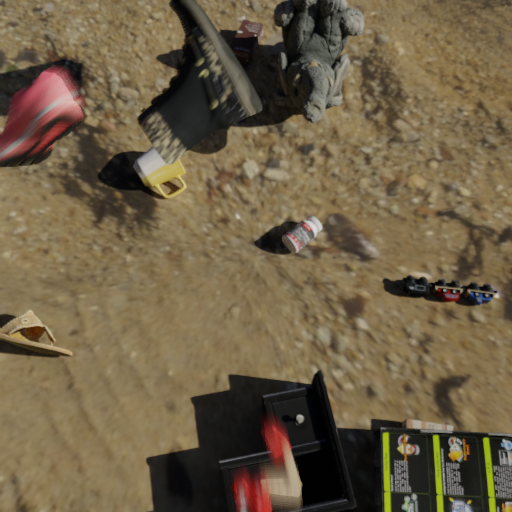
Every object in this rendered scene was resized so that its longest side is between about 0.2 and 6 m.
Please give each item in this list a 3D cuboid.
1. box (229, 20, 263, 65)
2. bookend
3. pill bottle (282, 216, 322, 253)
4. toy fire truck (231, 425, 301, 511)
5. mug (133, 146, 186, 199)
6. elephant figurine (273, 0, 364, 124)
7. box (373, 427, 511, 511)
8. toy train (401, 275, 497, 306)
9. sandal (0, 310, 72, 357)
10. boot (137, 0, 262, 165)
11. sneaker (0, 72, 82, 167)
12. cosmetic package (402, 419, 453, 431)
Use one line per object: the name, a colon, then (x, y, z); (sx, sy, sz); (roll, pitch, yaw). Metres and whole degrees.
box: (-0.253, -5.454, 14.271); (0.563, 0.421, 1.124); (16, 66, 8)
bookend: (0.279, 3.311, 9.436); (2.212, 1.025, 2.226); (-9, 63, -5)
pill bottle: (0.964, -0.457, 11.679); (0.789, 0.457, 0.457); (-40, 69, -18)
toy fire truck: (0.196, 2.649, 6.334); (0.849, 0.293, 1.204); (-32, 96, -9)
mug: (-2.114, -1.895, 12.223); (0.915, 0.893, 1.115); (-32, 61, -7)
elephant figurine: (1.221, -4.205, 12.868); (2.166, 2.375, 3.061); (3, 87, 40)
box: (3.425, 4.404, 8.874); (3.028, 0.745, 3.135); (1, 70, 3)
toy train: (3.846, 0.706, 11.167); (1.882, 0.321, 0.431); (6, 66, 4)
sandal: (-4.480, 1.353, 10.560); (2.233, 0.819, 0.735); (6, 68, 9)
boot: (-1.199, -2.773, 8.742); (1.804, 0.862, 2.388); (-33, 77, 10)
sneaker: (-3.399, -2.013, 8.444); (2.026, 0.747, 0.879); (-26, 84, 33)
cosmetic package: (3.011, 3.162, 9.881); (0.817, 0.357, 0.423); (7, 65, 3)
